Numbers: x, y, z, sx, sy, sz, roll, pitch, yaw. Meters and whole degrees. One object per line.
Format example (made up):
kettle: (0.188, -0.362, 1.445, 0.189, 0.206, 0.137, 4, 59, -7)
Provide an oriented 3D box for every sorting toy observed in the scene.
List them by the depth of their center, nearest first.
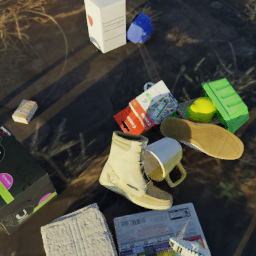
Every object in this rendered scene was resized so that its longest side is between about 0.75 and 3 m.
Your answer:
sorting toy: (2.386, -0.491, 10.572, 1.800, 0.265, 1.331, -18, 55, -14)

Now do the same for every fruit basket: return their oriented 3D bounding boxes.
fruit basket: (3.070, -0.664, 10.104, 2.037, 1.469, 2.037, -13, 59, 22)

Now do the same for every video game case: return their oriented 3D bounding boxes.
video game case: (0.970, 3.327, 7.677, 2.411, 0.277, 2.196, -9, 53, -8)

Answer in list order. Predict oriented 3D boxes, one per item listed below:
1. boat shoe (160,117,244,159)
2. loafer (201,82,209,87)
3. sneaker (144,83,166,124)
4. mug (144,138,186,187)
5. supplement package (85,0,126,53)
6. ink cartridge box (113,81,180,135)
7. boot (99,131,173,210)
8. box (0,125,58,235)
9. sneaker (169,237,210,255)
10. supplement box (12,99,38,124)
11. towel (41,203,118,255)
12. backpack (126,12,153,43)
boat shoe: (2.500, 0.281, 9.547, 2.753, 0.954, 0.975, 21, 92, 17)
loafer: (3.528, -1.740, 11.486, 1.017, 0.320, 0.366, 24, 56, 17)
sneaker: (0.584, -0.939, 10.588, 1.242, 0.762, 1.908, -6, 63, -15)
mug: (1.161, 1.028, 9.088, 1.201, 1.463, 1.172, -32, 24, -32)
supplement package: (-0.984, -4.826, 12.645, 1.320, 2.204, 1.336, -29, 57, -20)
ink cartridge box: (0.636, -0.589, 9.738, 2.069, 0.521, 1.128, -35, 89, -5)
boot: (0.402, 1.217, 8.313, 2.352, 1.828, 0.856, 21, 15, 19)
box: (-3.604, 1.482, 8.296, 1.807, 1.512, 2.433, -39, 61, -25)
sneaker: (1.632, 3.179, 7.410, 1.113, 0.418, 0.451, 26, 47, 14)
supplement box: (-3.895, -0.632, 10.639, 0.557, 0.325, 0.884, 11, 54, 9)
towel: (-1.188, 3.495, 7.314, 1.813, 0.472, 2.735, -22, 55, -3)
backpack: (0.595, -4.748, 13.373, 1.069, 1.035, 1.274, 33, 54, -11)
